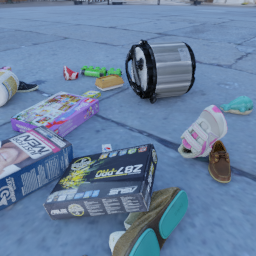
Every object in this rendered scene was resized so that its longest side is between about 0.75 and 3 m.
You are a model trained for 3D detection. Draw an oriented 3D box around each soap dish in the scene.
[{"bbox_3d":[-0.856,-2.111,12.818,1.138,0.462,0.895,-17,27,-22],"label":"soap dish"}]

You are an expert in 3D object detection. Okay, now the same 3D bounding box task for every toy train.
[{"bbox_3d":[-1.387,-2.799,14.218,2.259,0.471,0.637,8,41,13],"label":"toy train"}]

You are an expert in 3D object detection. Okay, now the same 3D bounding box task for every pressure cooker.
[{"bbox_3d":[1.177,-2.409,11.556,2.618,2.339,2.303,-8,34,-15],"label":"pressure cooker"}]

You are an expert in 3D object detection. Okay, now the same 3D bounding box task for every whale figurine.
[{"bbox_3d":[4.127,-0.879,10.586,1.193,0.619,0.949,-4,30,-6],"label":"whale figurine"}]

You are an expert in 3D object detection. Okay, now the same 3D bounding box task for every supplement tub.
[{"bbox_3d":[-5.209,-1.646,11.407,1.148,1.148,1.587,1,29,2],"label":"supplement tub"}]

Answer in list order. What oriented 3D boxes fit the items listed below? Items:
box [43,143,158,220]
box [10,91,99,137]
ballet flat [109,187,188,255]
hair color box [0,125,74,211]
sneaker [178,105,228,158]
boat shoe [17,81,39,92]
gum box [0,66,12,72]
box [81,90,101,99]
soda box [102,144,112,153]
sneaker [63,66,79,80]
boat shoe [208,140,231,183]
[{"bbox_3d":[-0.523,1.187,6.346,2.231,0.548,1.798,-11,27,19],"label":"box"},{"bbox_3d":[-2.496,-0.490,9.989,1.816,0.519,2.654,15,32,24],"label":"box"},{"bbox_3d":[0.261,2.000,5.358,0.984,0.922,2.720,-6,22,35],"label":"ballet flat"},{"bbox_3d":[-2.931,1.019,6.908,1.467,0.888,2.934,26,38,36],"label":"hair color box"},{"bbox_3d":[1.908,0.233,7.393,0.857,1.942,0.790,-20,54,-25],"label":"sneaker"},{"bbox_3d":[-4.760,-1.883,12.565,1.434,0.446,0.535,-3,28,-8],"label":"boat shoe"},{"bbox_3d":[-6.020,-2.532,13.526,0.361,0.620,1.093,7,30,12],"label":"gum box"},{"bbox_3d":[-1.608,-1.365,11.884,0.511,0.211,0.871,15,34,26],"label":"box"},{"bbox_3d":[-0.570,0.774,8.029,0.269,0.251,0.790,-5,30,-11],"label":"soda box"},{"bbox_3d":[-2.886,-2.760,14.225,0.711,0.482,1.230,-1,41,-20],"label":"sneaker"},{"bbox_3d":[2.472,0.867,7.584,0.553,0.519,1.536,4,30,8],"label":"boat shoe"}]
